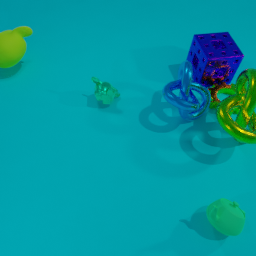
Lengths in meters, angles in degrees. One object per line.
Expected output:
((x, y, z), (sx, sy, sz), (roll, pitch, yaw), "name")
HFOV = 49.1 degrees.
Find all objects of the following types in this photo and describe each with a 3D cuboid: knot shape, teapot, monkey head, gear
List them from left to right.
((-3.870, -2.569, 8.512), (1.930, 1.388, 1.163), (-46, 46, 0), "monkey head")
((-0.585, -1.090, 8.024), (1.048, 0.754, 0.632), (31, 46, -30), "monkey head")
((1.659, -0.863, 7.562), (0.755, 1.529, 1.634), (-15, 42, 39), "knot shape")
((2.919, -0.881, 8.316), (1.178, 0.218, 1.178), (0, 53, 0), "gear")
((2.061, 1.805, 5.856), (1.306, 0.640, 0.812), (16, 22, -38), "teapot")
((2.930, -0.538, 6.858), (0.905, 1.959, 1.833), (0, 89, 44), "knot shape")

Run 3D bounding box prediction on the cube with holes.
((2.593, -2.091, 8.587), (1.130, 1.130, 1.130), (-8, 56, -10), "cube with holes")
